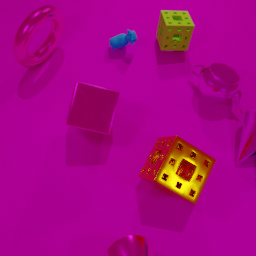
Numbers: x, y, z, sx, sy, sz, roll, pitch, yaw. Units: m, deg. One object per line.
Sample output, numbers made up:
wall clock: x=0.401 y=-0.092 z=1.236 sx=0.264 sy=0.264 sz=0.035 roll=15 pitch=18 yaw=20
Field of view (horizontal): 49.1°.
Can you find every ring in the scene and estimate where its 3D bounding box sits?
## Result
ring: x=-2.613 y=-2.692 z=8.323 sx=0.405 sy=2.023 sz=2.023 roll=37 pitch=69 yaw=3

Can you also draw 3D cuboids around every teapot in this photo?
teapot: x=2.664 y=-1.226 z=8.180 sx=1.995 sy=0.977 sz=1.240 roll=42 pitch=52 yaw=20

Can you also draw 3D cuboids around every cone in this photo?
cone: x=3.305 y=0.439 z=7.464 sx=1.282 sy=1.282 sz=1.287 roll=38 pitch=91 yaw=17
cone: x=0.184 y=3.058 z=5.628 sx=1.233 sy=1.237 sz=1.233 roll=-3 pitch=104 yaw=-13

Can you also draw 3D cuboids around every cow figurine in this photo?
cow figurine: x=-0.172 y=-2.816 z=8.985 sx=0.899 sy=0.885 sz=0.494 roll=-21 pitch=106 yaw=-3

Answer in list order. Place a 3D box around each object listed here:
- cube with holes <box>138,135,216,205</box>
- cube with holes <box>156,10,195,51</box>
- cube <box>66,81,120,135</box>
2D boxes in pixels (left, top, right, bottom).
cube with holes: x=1.133 y=0.967 z=6.697 sx=1.126 sy=1.126 sz=1.126 roll=31 pitch=78 yaw=-11
cube with holes: x=1.489 y=-3.127 z=9.010 sx=0.886 sy=0.886 sz=0.886 roll=-2 pitch=51 yaw=-8
cube: x=-0.954 y=-0.531 z=7.347 sx=1.108 sy=1.108 sz=1.108 roll=13 pitch=93 yaw=-13
